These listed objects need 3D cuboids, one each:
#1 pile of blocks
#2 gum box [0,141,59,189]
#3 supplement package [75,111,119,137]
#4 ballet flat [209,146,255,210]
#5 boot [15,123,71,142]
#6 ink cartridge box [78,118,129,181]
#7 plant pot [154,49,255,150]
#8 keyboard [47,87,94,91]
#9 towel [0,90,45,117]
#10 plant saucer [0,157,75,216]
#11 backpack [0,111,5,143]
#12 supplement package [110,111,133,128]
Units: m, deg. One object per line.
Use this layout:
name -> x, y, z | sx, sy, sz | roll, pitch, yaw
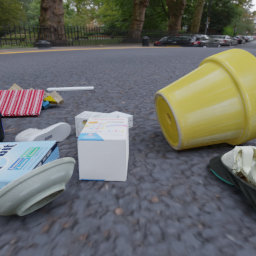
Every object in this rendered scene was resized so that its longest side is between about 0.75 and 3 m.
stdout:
pile of blocks -> -4.084, -1.167, 12.343 | 2.522, 1.035, 0.784 | 10, -22, 1
gum box -> -3.059, 0.932, 6.472 | 2.362, 0.526, 2.006 | -2, 20, 6
supplement package -> -0.988, -0.072, 9.103 | 1.268, 0.721, 0.695 | 6, 21, 18
ballet flat -> 2.673, 0.972, 5.913 | 0.974, 0.980, 2.864 | -3, 20, -13
boot -> -2.588, 0.153, 8.596 | 0.802, 0.618, 1.679 | 16, 22, 29
ink cartridge box -> -0.558, 0.439, 7.176 | 1.121, 1.092, 1.743 | 0, 21, 2
plant pot -> 2.275, -0.628, 8.186 | 2.586, 2.748, 2.748 | -19, 24, -9
keyboard -> -3.222, -2.222, 15.783 | 2.561, 0.137, 0.721 | -3, 20, -8
towel -> -4.608, -1.014, 11.485 | 2.172, 0.244, 1.571 | -1, 47, -4
plant saucer -> -1.671, 1.189, 5.179 | 1.743, 1.743, 0.437 | -21, 73, -44
backpack -> -4.329, -0.088, 8.068 | 1.266, 1.509, 1.226 | 0, 20, 31
supplement package -> -0.327, -0.256, 10.008 | 0.798, 0.443, 0.622 | 16, 26, 39
